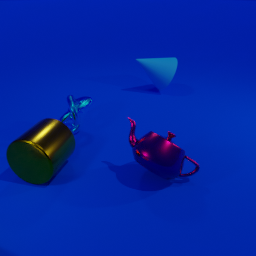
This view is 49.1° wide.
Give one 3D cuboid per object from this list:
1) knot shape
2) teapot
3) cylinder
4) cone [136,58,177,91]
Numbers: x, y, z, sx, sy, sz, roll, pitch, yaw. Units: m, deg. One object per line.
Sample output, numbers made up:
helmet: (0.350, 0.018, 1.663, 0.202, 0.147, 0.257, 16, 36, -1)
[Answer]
knot shape: (-1.531, -0.499, 8.236, 0.627, 1.358, 1.270, 24, 47, -1)
teapot: (0.711, 0.504, 6.437, 2.020, 0.989, 1.256, 31, 1, 4)
cylinder: (-2.009, 0.520, 6.601, 1.168, 1.168, 1.168, 8, 29, 14)
cone: (0.987, -2.510, 11.541, 1.507, 1.502, 1.502, 22, 23, -17)
